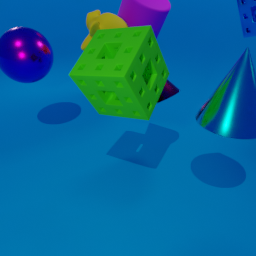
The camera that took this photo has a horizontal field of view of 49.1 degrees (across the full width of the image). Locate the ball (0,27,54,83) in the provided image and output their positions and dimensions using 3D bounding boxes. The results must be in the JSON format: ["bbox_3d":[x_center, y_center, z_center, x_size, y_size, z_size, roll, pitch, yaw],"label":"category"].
[{"bbox_3d":[-2.624,-1.849,7.171,1.395,1.395,1.395,0,32,0],"label":"ball"}]

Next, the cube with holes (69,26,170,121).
[{"bbox_3d":[-0.100,-0.993,5.160,1.155,1.155,1.155,8,60,32],"label":"cube with holes"}]

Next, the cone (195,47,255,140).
[{"bbox_3d":[1.874,-0.689,4.701,1.307,1.312,1.307,0,29,0],"label":"cone"}]

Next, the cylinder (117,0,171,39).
[{"bbox_3d":[0.363,-3.138,8.039,1.318,1.318,1.318,13,47,-14],"label":"cylinder"}]

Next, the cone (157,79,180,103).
[{"bbox_3d":[0.488,-1.142,6.450,1.092,1.096,1.092,-24,8,4],"label":"cone"}]

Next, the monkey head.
[{"bbox_3d":[-0.626,-2.400,7.429,1.081,1.290,1.793,47,24,29],"label":"monkey head"}]

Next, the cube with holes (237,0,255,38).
[{"bbox_3d":[3.502,-2.949,6.834,1.048,1.048,1.048,-29,22,-24],"label":"cube with holes"}]
